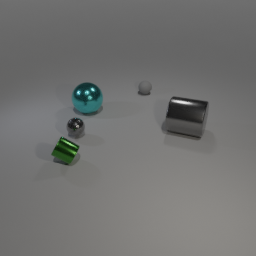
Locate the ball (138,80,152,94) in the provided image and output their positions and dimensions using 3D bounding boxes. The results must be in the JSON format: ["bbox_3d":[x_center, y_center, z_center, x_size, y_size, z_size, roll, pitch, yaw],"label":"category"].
[{"bbox_3d":[0.887,-2.109,14.494,0.700,0.700,0.700,0,29,0],"label":"ball"}]

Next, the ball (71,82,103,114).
[{"bbox_3d":[-1.810,-1.336,12.508,1.400,1.400,1.400,0,29,0],"label":"ball"}]

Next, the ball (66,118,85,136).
[{"bbox_3d":[-2.000,-0.048,10.711,0.700,0.700,0.700,0,29,0],"label":"ball"}]

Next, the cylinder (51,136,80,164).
[{"bbox_3d":[-2.066,0.741,9.259,0.700,0.700,0.700,29,28,-11],"label":"cylinder"}]

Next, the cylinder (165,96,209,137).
[{"bbox_3d":[2.305,-0.446,10.883,1.400,1.400,1.400,11,31,20],"label":"cylinder"}]
